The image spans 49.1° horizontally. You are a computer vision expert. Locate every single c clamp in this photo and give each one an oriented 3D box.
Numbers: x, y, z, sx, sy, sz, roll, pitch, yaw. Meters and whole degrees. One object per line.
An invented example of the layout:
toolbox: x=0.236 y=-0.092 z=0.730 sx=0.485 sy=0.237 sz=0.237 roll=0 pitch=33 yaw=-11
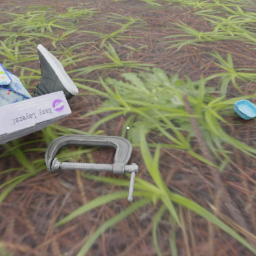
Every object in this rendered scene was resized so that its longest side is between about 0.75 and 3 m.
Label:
c clamp: x=-0.932 y=0.744 z=6.878 sx=2.557 sy=0.346 sz=2.185 roll=5 pitch=33 yaw=12

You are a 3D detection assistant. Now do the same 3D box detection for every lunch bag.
lunch bag: x=-3.866 y=-1.224 z=8.254 sx=1.079 sy=1.693 sz=1.439 roll=-49 pitch=54 yaw=7

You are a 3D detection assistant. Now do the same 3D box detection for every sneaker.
sneaker: x=-2.671 y=-1.630 z=9.058 sx=1.236 sy=0.881 sz=2.493 roll=-40 pitch=62 yaw=9

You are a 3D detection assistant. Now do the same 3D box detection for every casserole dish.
casserole dish: x=3.675 y=-0.556 z=8.713 sx=1.110 sy=0.215 sz=0.672 roll=-15 pitch=57 yaw=-45

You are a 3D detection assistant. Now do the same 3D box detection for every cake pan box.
cake pan box: x=-2.899 y=-0.050 z=6.778 sx=2.567 sy=0.671 sz=2.364 roll=-22 pitch=5 yaw=-33
